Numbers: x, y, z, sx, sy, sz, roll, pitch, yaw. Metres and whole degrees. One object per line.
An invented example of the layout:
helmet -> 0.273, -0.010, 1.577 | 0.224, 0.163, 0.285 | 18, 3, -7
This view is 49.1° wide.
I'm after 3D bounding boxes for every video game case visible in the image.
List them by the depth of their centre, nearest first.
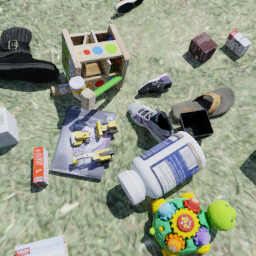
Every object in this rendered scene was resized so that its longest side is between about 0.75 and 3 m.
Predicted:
video game case -> -1.646, 0.496, 10.534 | 1.920, 0.255, 2.688 | 9, 66, 4

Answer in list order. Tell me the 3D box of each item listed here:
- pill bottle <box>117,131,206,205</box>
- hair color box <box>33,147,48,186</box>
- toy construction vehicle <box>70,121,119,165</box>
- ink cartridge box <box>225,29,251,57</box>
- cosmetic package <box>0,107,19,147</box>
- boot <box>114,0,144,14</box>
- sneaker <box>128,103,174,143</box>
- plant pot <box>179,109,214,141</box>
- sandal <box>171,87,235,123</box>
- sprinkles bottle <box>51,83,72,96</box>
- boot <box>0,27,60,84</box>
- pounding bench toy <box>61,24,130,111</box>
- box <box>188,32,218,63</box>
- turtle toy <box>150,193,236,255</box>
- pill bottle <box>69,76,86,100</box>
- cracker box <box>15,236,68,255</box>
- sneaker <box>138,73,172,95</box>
pill bottle -> 1.088, 1.392, 9.430 | 2.734, 1.517, 1.517 | -30, 69, -12
hair color box -> -3.087, 1.367, 9.931 | 0.383, 0.635, 1.251 | -7, 66, -3
toy construction vehicle -> -1.171, 0.490, 10.042 | 1.794, 0.632, 1.562 | -9, 67, -3
ink cartridge box -> 4.745, -3.662, 12.114 | 0.388, 0.688, 0.937 | -34, 69, -15
cosmetic package -> -4.696, 0.025, 10.210 | 0.993, 1.194, 1.000 | -15, 67, -7
boot -> -0.225, -6.120, 13.271 | 1.679, 0.608, 1.211 | -36, 70, -23
sneaker -> 0.891, -0.442, 10.250 | 2.141, 1.498, 0.832 | 39, 72, 16
plant pot -> 2.442, 0.002, 10.389 | 1.014, 0.901, 1.016 | -10, 67, -5
sandal -> 2.972, -0.964, 10.897 | 2.700, 0.737, 1.103 | -14, 67, -6
sprinkles bottle -> -2.467, -1.608, 11.365 | 1.192, 0.407, 0.407 | -11, 67, -5
boot -> -4.124, -3.085, 11.635 | 2.891, 1.088, 2.161 | 5, 66, 3
pounding bench toy -> -1.017, -2.156, 10.628 | 2.282, 1.818, 2.926 | -14, 65, -20
box -> 3.189, -3.441, 11.986 | 0.739, 0.747, 0.900 | -32, 70, -13
turtle toy -> 2.003, 2.967, 8.816 | 2.713, 1.371, 1.977 | -12, 67, -5
pill bottle -> -1.740, -1.376, 9.992 | 0.515, 0.988, 0.515 | -1, 68, 2
cracker box -> -2.517, 4.584, 8.508 | 1.485, 0.639, 2.217 | -12, 68, -5
sneaker -> 1.109, -1.625, 11.267 | 1.462, 0.554, 0.640 | -29, 72, -8
